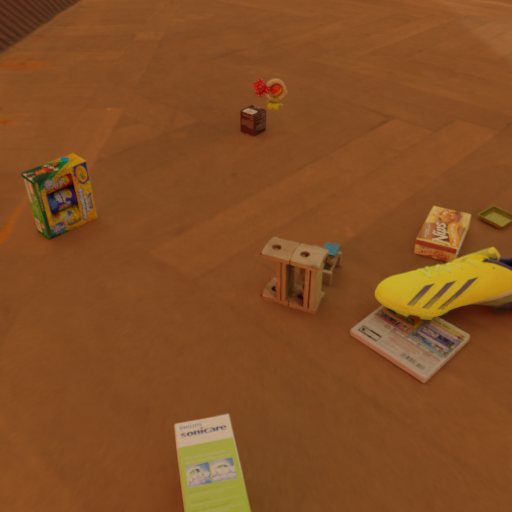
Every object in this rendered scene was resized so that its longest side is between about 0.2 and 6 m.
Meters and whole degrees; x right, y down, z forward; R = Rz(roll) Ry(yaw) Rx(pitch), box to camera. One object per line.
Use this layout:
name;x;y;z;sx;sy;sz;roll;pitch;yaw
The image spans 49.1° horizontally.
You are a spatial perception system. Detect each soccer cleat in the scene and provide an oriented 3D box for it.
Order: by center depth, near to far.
soccer cleat;3.425;0.360;9.347;2.993;1.252;0.968;-2;32;-10

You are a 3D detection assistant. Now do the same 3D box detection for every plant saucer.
plant saucer;5.121;-0.801;11.915;0.593;0.142;0.593;-26;45;-29

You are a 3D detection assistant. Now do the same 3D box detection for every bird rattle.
bird rattle;0.409;-4.382;14.925;0.772;0.947;0.534;-37;27;5

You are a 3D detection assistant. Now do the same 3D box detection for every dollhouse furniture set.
dollhouse furniture set;0.836;0.057;10.041;1.053;1.059;1.503;15;41;19

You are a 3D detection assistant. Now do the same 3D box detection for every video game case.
video game case;2.509;1.300;9.167;1.311;0.159;1.441;-30;46;-33

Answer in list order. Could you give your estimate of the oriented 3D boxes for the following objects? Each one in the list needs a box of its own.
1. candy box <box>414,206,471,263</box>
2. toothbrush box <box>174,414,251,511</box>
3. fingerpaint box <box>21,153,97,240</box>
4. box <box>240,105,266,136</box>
candy box;3.755;-0.452;11.250;0.786;0.377;1.361;16;41;24
toothbrush box;-0.466;2.840;6.320;0.697;1.179;1.619;-9;38;-11
fingerpaint box;-3.958;-1.198;11.390;0.516;1.406;1.173;31;47;32
box;-0.085;-3.687;15.274;0.523;0.630;0.517;27;45;30
